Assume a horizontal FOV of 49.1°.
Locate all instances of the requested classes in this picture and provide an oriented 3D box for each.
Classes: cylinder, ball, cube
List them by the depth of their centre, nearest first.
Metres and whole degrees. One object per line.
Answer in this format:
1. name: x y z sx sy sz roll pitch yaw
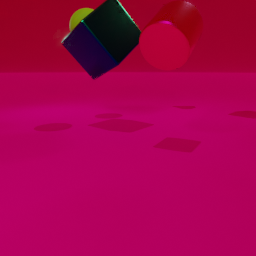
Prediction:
1. cylinder: 0.725 -1.529 4.634 0.846 0.846 0.846 7 45 29
2. cube: -0.588 -2.076 6.599 1.186 1.186 1.186 -14 32 55
3. ball: -1.138 -2.814 7.795 0.965 0.965 0.965 0 12 0

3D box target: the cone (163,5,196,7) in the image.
1. cone: 1.591 -3.918 9.484 0.992 0.988 0.988 35 19 6
